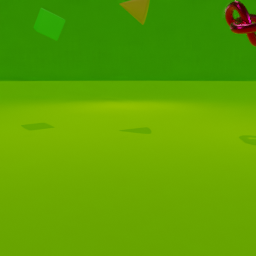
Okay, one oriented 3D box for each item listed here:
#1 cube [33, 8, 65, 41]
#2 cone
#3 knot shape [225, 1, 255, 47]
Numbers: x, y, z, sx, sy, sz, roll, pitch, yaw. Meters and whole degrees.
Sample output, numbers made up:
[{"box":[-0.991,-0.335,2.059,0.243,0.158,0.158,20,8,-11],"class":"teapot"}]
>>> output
[{"box":[-2.672,-3.514,9.484,0.738,0.738,0.738,18,17,-33],"class":"cube"},{"box":[0.156,-3.880,8.990,0.899,0.895,0.895,15,12,4],"class":"cone"},{"box":[3.295,-2.751,7.572,1.328,0.656,1.419,17,36,-29],"class":"knot shape"}]
